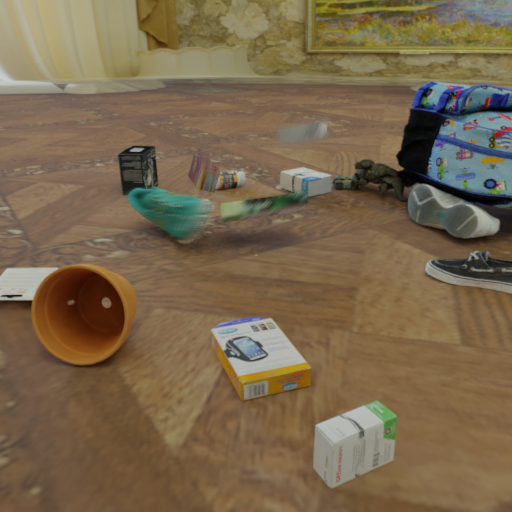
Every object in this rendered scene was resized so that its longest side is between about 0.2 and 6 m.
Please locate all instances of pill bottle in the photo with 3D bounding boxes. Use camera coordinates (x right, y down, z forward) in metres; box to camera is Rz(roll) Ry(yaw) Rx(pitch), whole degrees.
[{"bbox_3d":[-0.732,-2.067,15.184,0.813,0.473,0.473,-9,24,-20],"label":"pill bottle"}]

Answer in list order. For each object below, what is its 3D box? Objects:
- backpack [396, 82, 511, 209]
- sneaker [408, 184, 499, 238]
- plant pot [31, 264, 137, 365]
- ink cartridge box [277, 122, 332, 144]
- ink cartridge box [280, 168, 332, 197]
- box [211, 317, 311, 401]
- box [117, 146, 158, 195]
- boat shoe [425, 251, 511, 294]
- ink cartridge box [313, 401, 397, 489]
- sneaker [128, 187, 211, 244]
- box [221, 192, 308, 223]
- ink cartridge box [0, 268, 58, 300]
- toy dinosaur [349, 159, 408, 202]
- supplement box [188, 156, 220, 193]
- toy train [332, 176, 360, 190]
[{"bbox_3d":[5.508,-2.407,12.565,3.543,2.611,3.881,3,18,-13],"label":"backpack"},{"bbox_3d":[4.204,-0.899,12.161,0.956,0.839,2.385,7,20,-26],"label":"sneaker"},{"bbox_3d":[-2.206,0.719,7.636,1.320,1.320,0.924,4,7,9],"label":"plant pot"},{"bbox_3d":[1.090,-2.716,12.418,0.988,0.215,0.858,-6,3,26],"label":"ink cartridge box"},{"bbox_3d":[1.314,-1.967,14.916,0.844,0.495,1.153,-17,29,-34],"label":"ink cartridge box"},{"bbox_3d":[-0.004,1.278,7.381,0.913,0.318,1.534,-8,21,-18],"label":"box"},{"bbox_3d":[-3.115,-2.275,14.852,0.691,1.096,1.115,3,23,8],"label":"box"},{"bbox_3d":[3.825,0.196,9.572,1.760,0.597,0.631,12,26,27],"label":"boat shoe"},{"bbox_3d":[0.982,1.869,5.587,0.793,0.579,0.333,-12,25,-26],"label":"ink cartridge box"},{"bbox_3d":[-1.808,-0.902,11.354,1.010,0.982,2.535,27,-7,-38],"label":"sneaker"},{"bbox_3d":[0.124,-0.966,11.178,1.667,0.303,1.203,-10,-1,-4],"label":"box"},{"bbox_3d":[-3.848,0.546,9.227,0.904,0.281,1.124,0,27,-1],"label":"ink cartridge box"},{"bbox_3d":[3.259,-2.088,14.671,1.202,0.904,2.350,-22,30,-37],"label":"toy dinosaur"},{"bbox_3d":[-1.037,-1.625,11.085,0.352,0.453,0.821,9,23,-26],"label":"supplement box"},{"bbox_3d":[2.439,-1.946,15.139,0.769,0.327,0.438,3,35,2],"label":"toy train"}]
